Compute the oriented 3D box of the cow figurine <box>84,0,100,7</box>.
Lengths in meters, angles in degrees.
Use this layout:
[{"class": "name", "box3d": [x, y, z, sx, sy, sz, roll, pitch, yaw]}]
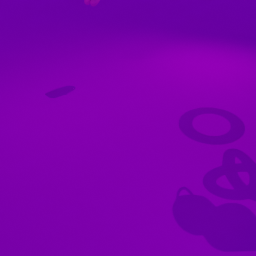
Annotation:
[{"class": "cow figurine", "box3d": [-1.062, -4.672, 8.748, 0.709, 1.291, 1.270, 28, 75, 34]}]
